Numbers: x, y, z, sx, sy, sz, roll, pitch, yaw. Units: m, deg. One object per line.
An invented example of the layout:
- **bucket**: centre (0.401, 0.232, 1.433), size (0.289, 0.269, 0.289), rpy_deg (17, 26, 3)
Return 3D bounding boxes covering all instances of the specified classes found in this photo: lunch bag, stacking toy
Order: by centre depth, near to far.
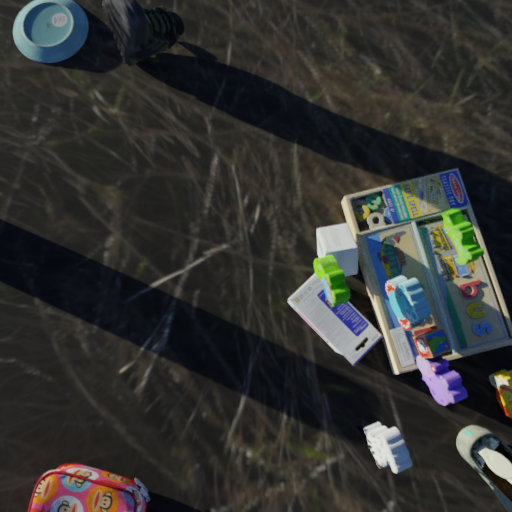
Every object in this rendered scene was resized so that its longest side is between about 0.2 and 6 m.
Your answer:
- **lunch bag**: centre (-2.519, 4.349, 8.341), size (1.891, 0.880, 2.147), rpy_deg (15, 78, 3)
- **stacking toy**: centre (2.602, 1.274, 8.727), size (2.652, 0.826, 3.517), rpy_deg (-18, 83, -15)

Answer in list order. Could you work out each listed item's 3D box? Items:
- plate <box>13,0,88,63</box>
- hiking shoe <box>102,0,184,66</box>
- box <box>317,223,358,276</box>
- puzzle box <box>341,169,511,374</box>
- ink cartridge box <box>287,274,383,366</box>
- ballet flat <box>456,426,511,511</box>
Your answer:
- **plate**: centre (-3.905, -4.330, 10.581), size (1.431, 0.183, 1.431), rpy_deg (0, 77, 1)
- **hiking shoe**: centre (-1.831, -3.907, 9.403), size (1.196, 2.376, 0.900), rpy_deg (-24, 104, -6)
- **box**: centre (1.345, -0.075, 9.312), size (0.553, 0.645, 0.642), rpy_deg (-11, 43, -2)
- **puzzle box**: centre (2.886, 0.229, 9.479), size (2.088, 0.399, 3.139), rpy_deg (-15, 78, -4)
- **ink cartridge box**: centre (1.303, 1.043, 9.359), size (0.723, 0.283, 1.528), rpy_deg (-42, 79, -13)
- **ballet flat**: centre (4.035, 3.559, 8.601), size (2.224, 0.708, 0.749), rpy_deg (44, 85, 8)
